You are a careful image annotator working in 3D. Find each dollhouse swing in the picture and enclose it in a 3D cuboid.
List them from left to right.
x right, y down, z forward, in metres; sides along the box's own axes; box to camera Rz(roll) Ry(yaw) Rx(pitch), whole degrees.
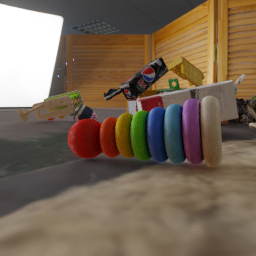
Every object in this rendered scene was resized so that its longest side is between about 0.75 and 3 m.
[{"bbox_3d":[2.499,-2.196,12.245,1.378,1.211,1.252,29,-31,-25],"label":"dollhouse swing"}]

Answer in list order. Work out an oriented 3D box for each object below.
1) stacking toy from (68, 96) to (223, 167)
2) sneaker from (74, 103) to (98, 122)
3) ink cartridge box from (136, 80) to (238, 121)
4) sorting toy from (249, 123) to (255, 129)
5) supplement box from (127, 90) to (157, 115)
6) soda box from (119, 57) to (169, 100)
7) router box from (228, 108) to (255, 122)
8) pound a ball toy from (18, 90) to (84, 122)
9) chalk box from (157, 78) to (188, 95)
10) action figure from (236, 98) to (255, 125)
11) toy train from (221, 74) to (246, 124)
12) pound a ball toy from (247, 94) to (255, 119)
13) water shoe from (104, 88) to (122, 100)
[{"bbox_3d":[0.207,0.115,4.665,2.559,1.092,1.092,-3,4,19],"label":"stacking toy"},{"bbox_3d":[-1.951,-0.488,13.058,0.966,0.826,2.355,32,-6,-8],"label":"sneaker"},{"bbox_3d":[1.742,-0.633,8.851,2.742,1.136,2.013,-11,6,1],"label":"ink cartridge box"},{"bbox_3d":[5.067,0.023,8.852,1.932,0.381,2.087,1,1,10],"label":"sorting toy"},{"bbox_3d":[1.340,-1.212,15.094,2.349,1.581,2.382,-2,6,-16],"label":"supplement box"},{"bbox_3d":[0.605,-1.796,10.133,1.922,0.609,0.680,-43,20,-29],"label":"soda box"},{"bbox_3d":[5.628,-0.798,14.898,1.895,0.786,2.529,-2,6,-24],"label":"router box"},{"bbox_3d":[-3.800,-0.868,14.028,2.761,1.173,1.800,-10,18,23],"label":"pound a ball toy"},{"bbox_3d":[2.215,-1.272,13.174,1.274,2.055,1.283,-4,6,-34],"label":"chalk box"},{"bbox_3d":[5.314,-0.788,12.508,2.391,1.220,1.421,-1,14,40],"label":"action figure"},{"bbox_3d":[4.590,-1.032,12.980,0.819,2.944,2.212,41,-19,-1],"label":"toy train"},{"bbox_3d":[6.826,-0.638,13.121,2.604,1.106,1.698,2,37,-21],"label":"pound a ball toy"},{"bbox_3d":[-0.679,-1.658,12.757,1.045,0.412,0.374,-28,-13,20],"label":"water shoe"}]
